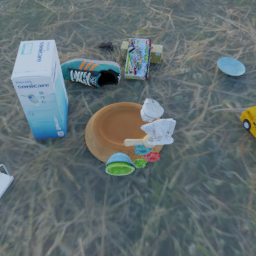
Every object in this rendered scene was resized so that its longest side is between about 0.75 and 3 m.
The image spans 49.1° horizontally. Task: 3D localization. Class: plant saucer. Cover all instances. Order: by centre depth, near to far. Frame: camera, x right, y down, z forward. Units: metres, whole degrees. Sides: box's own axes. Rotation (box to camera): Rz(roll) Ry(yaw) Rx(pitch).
[{"bbox_3d":[-0.100,0.036,9.894,2.867,0.536,2.867,0,49,-1],"label":"plant saucer"},{"bbox_3d":[4.535,-2.659,12.408,1.253,0.241,1.253,4,50,-5],"label":"plant saucer"}]

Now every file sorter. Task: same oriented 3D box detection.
[{"bbox_3d":[-4.483,1.474,8.349,1.521,0.947,1.055,14,50,13],"label":"file sorter"}]

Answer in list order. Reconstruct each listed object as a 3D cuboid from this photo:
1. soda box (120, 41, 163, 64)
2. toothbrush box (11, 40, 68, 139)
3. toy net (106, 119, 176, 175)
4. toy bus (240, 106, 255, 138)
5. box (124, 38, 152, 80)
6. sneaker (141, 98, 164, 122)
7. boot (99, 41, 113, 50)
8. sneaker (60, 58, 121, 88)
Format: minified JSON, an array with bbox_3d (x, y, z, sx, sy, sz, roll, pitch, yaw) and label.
[{"bbox_3d":[0.626,-3.507,12.963,1.901,0.609,0.644,9,49,7],"label":"soda box"},{"bbox_3d":[-2.843,-1.261,9.547,1.174,2.754,2.016,-4,50,-4],"label":"toothbrush box"},{"bbox_3d":[0.520,0.651,7.521,1.437,2.738,0.529,16,55,-25],"label":"toy net"},{"bbox_3d":[4.981,0.217,9.366,0.884,1.063,2.715,-15,50,-13],"label":"toy bus"},{"bbox_3d":[0.453,-3.028,12.239,1.012,0.319,1.838,5,73,6],"label":"box"},{"bbox_3d":[0.663,-0.422,8.060,0.589,0.571,1.613,18,15,1],"label":"sneaker"},{"bbox_3d":[-1.087,-3.976,13.633,0.677,0.269,0.778,-9,39,-7],"label":"boot"},{"bbox_3d":[-1.602,-2.220,11.602,2.635,0.941,1.053,-3,44,-4],"label":"sneaker"}]
